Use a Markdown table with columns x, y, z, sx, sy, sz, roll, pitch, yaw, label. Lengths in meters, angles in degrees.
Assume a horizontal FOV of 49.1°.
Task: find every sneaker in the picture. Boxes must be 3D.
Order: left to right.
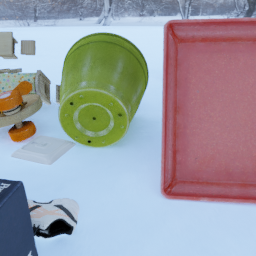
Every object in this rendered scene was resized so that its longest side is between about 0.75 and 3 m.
| x | y | z | sx | sy | sz | roll | pitch | yaw | label |
| --- | --- | --- | --- | --- | --- | --- | --- | --- | --- |
| -1.244 | 1.219 | 3.686 | 1.207 | 0.445 | 0.483 | -5 | 26 | -10 | sneaker |

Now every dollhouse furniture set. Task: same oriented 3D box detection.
| x | y | z | sx | sy | sz | roll | pitch | yaw | label |
| --- | --- | --- | --- | --- | --- | --- | --- | --- | --- |
| -2.629 | -1.812 | 8.045 | 2.406 | 2.128 | 1.338 | -2 | -5 | -2 | dollhouse furniture set |

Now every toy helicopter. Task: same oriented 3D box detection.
| x | y | z | sx | sy | sz | roll | pitch | yaw | label |
| --- | --- | --- | --- | --- | --- | --- | --- | --- | --- |
| -3.325 | -0.401 | 6.804 | 2.607 | 1.028 | 1.724 | -10 | 31 | 8 | toy helicopter |

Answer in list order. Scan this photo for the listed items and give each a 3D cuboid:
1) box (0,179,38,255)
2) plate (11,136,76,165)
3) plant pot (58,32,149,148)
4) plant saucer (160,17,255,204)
| x | y | z | sx | sy | sz | roll | pitch | yaw | label |
| --- | --- | --- | --- | --- | --- | --- | --- | --- | --- |
| -2.255 | 1.289 | 2.624 | 2.139 | 1.145 | 1.587 | 4 | 24 | 9 | box |
| -1.763 | 0.410 | 5.892 | 0.989 | 0.160 | 0.986 | 9 | 26 | 19 | plate |
| -0.644 | -0.750 | 6.444 | 2.247 | 2.247 | 2.163 | 1 | 35 | 3 | plant pot |
| 2.020 | -0.291 | 4.589 | 2.925 | 2.931 | 0.538 | 1 | -3 | 7 | plant saucer |
